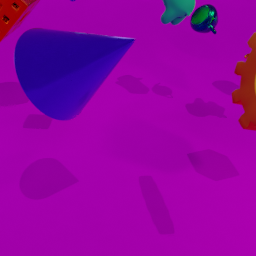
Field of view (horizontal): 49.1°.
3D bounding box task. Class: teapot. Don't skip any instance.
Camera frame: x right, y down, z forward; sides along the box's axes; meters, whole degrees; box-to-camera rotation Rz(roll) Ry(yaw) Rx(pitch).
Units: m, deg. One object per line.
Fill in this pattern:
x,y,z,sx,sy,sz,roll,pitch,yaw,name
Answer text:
2.112,-2.967,7.679,0.609,0.774,1.244,22,38,-41,teapot

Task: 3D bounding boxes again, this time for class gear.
1.661,-0.503,2.797,0.263,1.420,1.420,7,31,-23,gear

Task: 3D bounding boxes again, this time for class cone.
-0.446,-0.839,3.400,1.257,1.252,1.252,-15,26,30,cone

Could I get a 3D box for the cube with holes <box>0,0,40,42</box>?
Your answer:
-3.124,-3.199,6.907,1.278,1.278,1.278,-36,27,27,cube with holes

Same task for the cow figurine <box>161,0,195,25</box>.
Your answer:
1.374,-3.771,7.214,0.958,1.746,1.718,-15,-9,-42,cow figurine

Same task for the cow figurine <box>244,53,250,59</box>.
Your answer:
3.320,-2.172,6.483,0.866,1.552,1.577,23,8,24,cow figurine

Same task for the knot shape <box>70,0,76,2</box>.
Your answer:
-1.240,-3.936,7.414,1.216,0.562,1.138,-40,68,-13,knot shape
